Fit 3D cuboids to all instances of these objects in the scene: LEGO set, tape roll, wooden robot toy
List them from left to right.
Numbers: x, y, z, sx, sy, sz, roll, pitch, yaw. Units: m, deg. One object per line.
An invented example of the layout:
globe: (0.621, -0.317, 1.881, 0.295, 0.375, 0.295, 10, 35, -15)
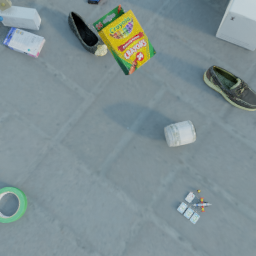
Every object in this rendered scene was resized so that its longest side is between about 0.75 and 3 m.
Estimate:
wooden robot toy: (-6.370, -5.007, 12.242, 2.924, 1.288, 1.327, -35, 44, 18)
tape roll: (-4.635, 2.976, 10.886, 1.335, 0.321, 1.335, 0, 77, 0)
LEGO set: (2.625, 3.004, 10.910, 0.876, 0.288, 1.172, 40, 80, 5)

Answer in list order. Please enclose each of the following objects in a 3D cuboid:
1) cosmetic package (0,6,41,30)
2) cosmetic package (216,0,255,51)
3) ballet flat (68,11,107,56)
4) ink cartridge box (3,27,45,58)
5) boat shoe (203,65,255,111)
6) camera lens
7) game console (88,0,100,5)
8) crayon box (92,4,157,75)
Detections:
cosmetic package: (-4.826, -4.922, 12.465, 1.617, 0.820, 0.576, 8, 76, 1)
cosmetic package: (5.203, -4.951, 11.930, 1.857, 1.859, 2.253, 24, 78, 6)
ballet flat: (-1.846, -4.096, 12.330, 0.822, 0.702, 2.472, -41, 80, -9)
ink cartridge box: (-4.613, -3.814, 12.466, 1.578, 0.331, 0.941, 20, 77, 1)
boat shoe: (4.407, -1.678, 11.673, 2.692, 0.885, 0.962, 36, 79, 8)
camera lens: (2.103, 0.229, 11.226, 1.121, 0.897, 0.897, -13, 77, -2)
game console: (-1.494, -6.216, 12.933, 0.723, 0.498, 0.839, 5, 76, 1)
crayon box: (-0.099, -3.201, 10.121, 1.387, 0.555, 2.185, -42, 111, -14)
